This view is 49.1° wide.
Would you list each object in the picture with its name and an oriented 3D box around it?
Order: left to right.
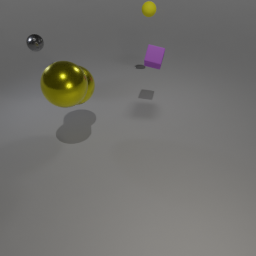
[{"bbox_3d":[-3.869,-3.552,11.682,0.700,0.700,0.700,0,33,0],"label":"ball"},{"bbox_3d":[-1.915,-1.313,8.446,1.400,1.400,1.400,0,33,0],"label":"ball"},{"bbox_3d":[-1.872,-1.515,9.892,1.400,1.400,1.400,0,33,0],"label":"ball"},{"bbox_3d":[0.999,-5.656,13.341,0.700,0.700,0.700,0,33,0],"label":"ball"},{"bbox_3d":[1.085,-2.911,11.528,0.700,0.700,0.700,15,-4,4],"label":"cube"}]
